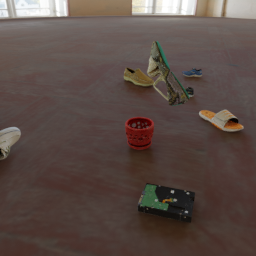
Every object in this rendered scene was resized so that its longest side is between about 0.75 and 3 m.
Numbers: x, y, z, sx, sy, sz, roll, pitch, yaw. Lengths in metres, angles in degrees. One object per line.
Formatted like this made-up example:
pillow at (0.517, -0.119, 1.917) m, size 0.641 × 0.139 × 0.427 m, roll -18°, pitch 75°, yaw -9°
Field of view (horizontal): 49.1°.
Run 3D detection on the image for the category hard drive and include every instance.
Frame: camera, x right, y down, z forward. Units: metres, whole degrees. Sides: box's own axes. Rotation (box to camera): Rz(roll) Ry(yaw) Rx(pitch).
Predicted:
hard drive at (0.877, 1.664, 6.310) m, size 1.177 × 0.223 × 0.822 m, roll 8°, pitch 28°, yaw 15°

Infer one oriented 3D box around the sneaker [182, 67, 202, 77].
sneaker at (3.480, -3.062, 15.207) m, size 1.082 × 0.482 × 0.425 m, roll 0°, pitch 27°, yaw 1°

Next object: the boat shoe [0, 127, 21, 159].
boat shoe at (-3.708, 0.650, 7.981) m, size 0.637 × 0.702 × 1.908 m, roll 32°, pitch 41°, yaw 13°

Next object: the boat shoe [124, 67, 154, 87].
boat shoe at (0.499, -2.608, 14.022) m, size 1.970 × 0.750 × 0.706 m, roll 24°, pitch 36°, yaw 38°

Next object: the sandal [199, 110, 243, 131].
sandal at (3.266, -0.418, 10.015) m, size 0.706 × 0.528 × 1.842 m, roll -16°, pitch 31°, yaw -28°

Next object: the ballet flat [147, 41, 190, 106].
ballet flat at (1.266, -2.010, 10.458) m, size 1.014 × 1.014 × 2.820 m, roll -13°, pitch 66°, yaw -24°

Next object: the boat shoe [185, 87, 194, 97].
boat shoe at (2.640, -1.697, 12.675) m, size 0.287 × 0.368 × 0.811 m, roll -24°, pitch 36°, yaw -39°

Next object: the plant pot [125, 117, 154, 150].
plant pot at (0.347, 0.185, 8.562) m, size 0.865 × 0.788 × 0.865 m, roll 0°, pitch 27°, yaw 0°
